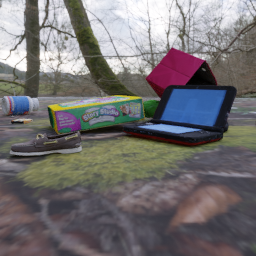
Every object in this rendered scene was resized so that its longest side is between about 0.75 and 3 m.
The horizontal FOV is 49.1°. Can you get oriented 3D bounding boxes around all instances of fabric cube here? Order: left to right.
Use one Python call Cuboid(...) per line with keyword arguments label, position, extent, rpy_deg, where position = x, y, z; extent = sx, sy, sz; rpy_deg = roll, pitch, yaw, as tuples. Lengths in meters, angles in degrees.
Cuboid(label="fabric cube", position=(2.221, -1.889, 11.556), extent=(1.833, 1.839, 1.804), rpy_deg=(39, -1, 42))

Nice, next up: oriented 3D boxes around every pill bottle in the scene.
Cuboid(label="pill bottle", position=(-5.883, -1.247, 15.387), extent=(1.793, 1.006, 1.006), rpy_deg=(-7, 10, -41))

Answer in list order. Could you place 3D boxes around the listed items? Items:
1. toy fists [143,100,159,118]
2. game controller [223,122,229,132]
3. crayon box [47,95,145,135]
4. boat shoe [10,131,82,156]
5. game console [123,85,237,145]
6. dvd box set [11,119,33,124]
Cuboid(label="toy fists", position=(1.737, -0.772, 12.457), extent=(2.635, 0.906, 1.343), rpy_deg=(-4, 20, -38))
Cuboid(label="game controller", position=(2.334, -0.095, 9.609), extent=(2.098, 0.442, 1.094), rpy_deg=(3, 23, 23))
Cuboid(label="crayon box", position=(-1.222, -0.542, 9.859), extent=(2.882, 0.840, 2.487), rpy_deg=(-11, 12, -19))
Cuboid(label="boat shoe", position=(-1.736, 0.326, 5.994), extent=(1.482, 0.441, 0.532), rpy_deg=(-3, 8, -19))
Cuboid(label="game console", position=(1.428, -0.514, 8.062), extent=(2.189, 1.508, 2.540), rpy_deg=(-6, 11, -44))
Cuboid(label="dvd box set", position=(-4.384, -0.279, 11.595), extent=(0.568, 0.114, 0.777), rpy_deg=(2, 8, 8))
